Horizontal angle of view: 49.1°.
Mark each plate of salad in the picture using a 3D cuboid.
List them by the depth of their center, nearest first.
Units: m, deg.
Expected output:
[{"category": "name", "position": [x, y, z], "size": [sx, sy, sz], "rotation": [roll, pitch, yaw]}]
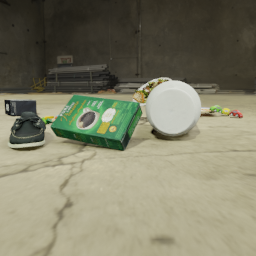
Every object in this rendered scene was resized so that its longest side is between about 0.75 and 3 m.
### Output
[{"category": "plate of salad", "position": [0.894, -1.470, 10.724], "size": [1.684, 0.404, 1.684], "rotation": [-23, 32, 16]}]

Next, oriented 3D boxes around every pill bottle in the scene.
[{"category": "pill bottle", "position": [1.315, -0.605, 8.151], "size": [1.521, 1.521, 2.741], "rotation": [2, 9, 10]}]

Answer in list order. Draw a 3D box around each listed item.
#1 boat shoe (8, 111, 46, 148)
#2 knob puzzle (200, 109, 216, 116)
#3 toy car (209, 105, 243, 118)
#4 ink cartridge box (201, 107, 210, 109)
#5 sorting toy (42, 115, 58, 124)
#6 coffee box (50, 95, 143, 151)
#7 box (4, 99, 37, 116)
[{"category": "boat shoe", "position": [-2.475, -0.036, 6.977], "size": [0.861, 0.764, 2.304], "rotation": [-2, 9, -10]}, {"category": "knob puzzle", "position": [3.500, -0.749, 13.434], "size": [1.875, 0.260, 1.875], "rotation": [0, 8, 0]}, {"category": "toy car", "position": [4.291, -0.787, 12.572], "size": [1.317, 0.312, 1.399], "rotation": [13, 5, -14]}, {"category": "ink cartridge box", "position": [3.762, -0.948, 14.717], "size": [1.561, 0.289, 0.739], "rotation": [4, 9, 40]}, {"category": "sorting toy", "position": [-2.873, -0.342, 10.758], "size": [1.245, 0.248, 1.684], "rotation": [-1, 8, -10]}, {"category": "coffee box", "position": [-0.735, -0.184, 6.577], "size": [1.910, 0.420, 1.174], "rotation": [9, 53, 24]}, {"category": "box", "position": [-5.164, -1.002, 13.466], "size": [1.195, 0.742, 1.205], "rotation": [-6, 11, -35]}]
